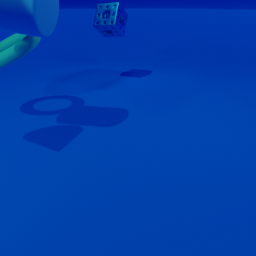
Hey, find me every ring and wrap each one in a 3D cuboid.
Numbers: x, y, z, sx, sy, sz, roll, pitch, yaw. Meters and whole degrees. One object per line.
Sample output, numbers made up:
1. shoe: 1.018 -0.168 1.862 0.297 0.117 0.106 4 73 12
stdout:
1. ring: -3.224 -2.201 7.765 1.788 0.358 1.788 -19 36 14

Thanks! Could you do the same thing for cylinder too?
1. cylinder: -2.416 -2.801 6.198 1.369 1.369 1.369 10 26 5

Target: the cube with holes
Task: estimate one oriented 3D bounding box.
1. cube with holes: -0.674 -4.259 11.128 0.945 0.945 0.945 6 -6 23
